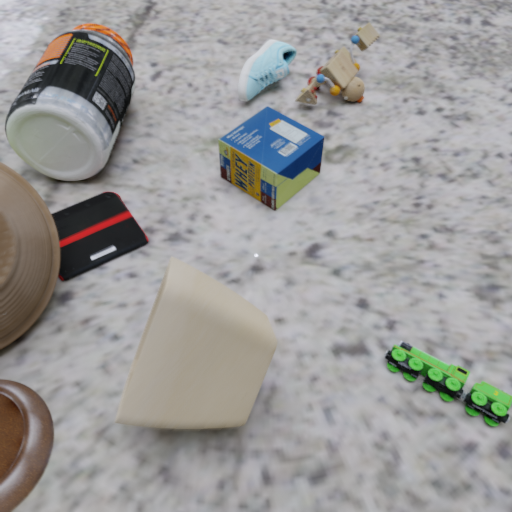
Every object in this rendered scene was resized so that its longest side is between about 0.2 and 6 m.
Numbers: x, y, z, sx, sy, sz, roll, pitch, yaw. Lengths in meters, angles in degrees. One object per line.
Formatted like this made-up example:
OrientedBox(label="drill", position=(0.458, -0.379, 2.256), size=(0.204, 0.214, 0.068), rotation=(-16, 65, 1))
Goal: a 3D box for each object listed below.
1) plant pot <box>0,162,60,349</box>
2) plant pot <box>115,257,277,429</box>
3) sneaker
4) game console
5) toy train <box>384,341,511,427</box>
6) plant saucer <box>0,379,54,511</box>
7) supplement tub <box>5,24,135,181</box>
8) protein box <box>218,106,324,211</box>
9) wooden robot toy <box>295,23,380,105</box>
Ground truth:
OrientedBox(label="plant pot", position=(-3.681, -0.057, 6.676), size=(2.756, 1.272, 2.756), rotation=(4, 82, -30))
OrientedBox(label="plant pot", position=(-0.621, 1.078, 6.413), size=(1.372, 1.547, 1.549), rotation=(20, 9, -10))
OrientedBox(label="sneaker", position=(0.248, -3.591, 10.807), size=(0.687, 0.620, 1.678), rotation=(18, 63, 24))
OrientedBox(label="game console", position=(-2.553, -0.343, 8.623), size=(1.431, 0.222, 1.266), rotation=(-27, 61, -20))
OrientedBox(label="toy train", position=(2.387, 1.541, 6.984), size=(1.614, 0.337, 0.455), rotation=(28, 46, 21))
OrientedBox(label="plant saucer", position=(-3.308, 2.205, 6.456), size=(1.843, 0.296, 1.843), rotation=(-1, 51, 1))
OrientedBox(label="supplement tub", position=(-3.044, -2.731, 9.629), size=(1.649, 1.649, 2.692), rotation=(4, 50, 3))
OrientedBox(label="protein box", position=(0.245, -1.630, 9.239), size=(1.233, 0.832, 1.224), rotation=(34, 58, 25))
OrientedBox(label="wooden robot toy", position=(1.727, -3.425, 10.887), size=(1.000, 0.971, 2.204), rotation=(44, 71, -13))
